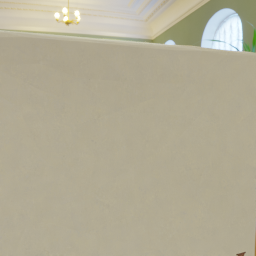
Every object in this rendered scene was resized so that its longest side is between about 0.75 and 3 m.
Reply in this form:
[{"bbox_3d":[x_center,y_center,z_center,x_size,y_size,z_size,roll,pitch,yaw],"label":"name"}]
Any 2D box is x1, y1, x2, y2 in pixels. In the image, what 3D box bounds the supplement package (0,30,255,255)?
[{"bbox_3d":[-0.375,0.191,2.036,1.696,1.305,1.774,-2,5,-23],"label":"supplement package"}]
